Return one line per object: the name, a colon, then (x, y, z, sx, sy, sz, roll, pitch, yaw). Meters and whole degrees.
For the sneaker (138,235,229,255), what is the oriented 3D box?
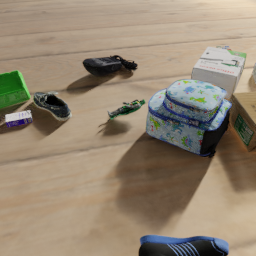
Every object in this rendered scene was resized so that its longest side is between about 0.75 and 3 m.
sneaker: (1.197, 2.766, 5.962, 1.956, 0.686, 0.762, 0, 48, 3)

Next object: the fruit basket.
fruit basket: (-5.080, -1.521, 11.230, 2.052, 1.480, 2.052, -22, -1, 0)

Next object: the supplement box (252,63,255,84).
supplement box: (6.086, -2.465, 12.761, 0.564, 0.576, 1.114, 8, 37, 9)

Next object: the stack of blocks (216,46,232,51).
stack of blocks: (4.952, -3.751, 14.521, 0.896, 0.456, 1.555, 0, 38, 0)

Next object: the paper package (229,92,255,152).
paper package: (4.656, -0.285, 9.497, 2.021, 1.097, 2.121, -4, 38, -5)

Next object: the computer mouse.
computer mouse: (-0.974, -2.895, 13.344, 2.602, 0.686, 1.802, -15, 37, -37)

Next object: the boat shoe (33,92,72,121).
boat shoe: (-2.981, -0.996, 10.766, 0.809, 0.668, 2.160, -28, 46, -31)

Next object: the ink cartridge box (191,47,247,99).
ink cartridge box: (4.030, -2.530, 12.419, 1.877, 1.084, 2.570, 16, 41, 20)

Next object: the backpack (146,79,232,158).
backpack: (1.928, -0.536, 9.221, 2.516, 1.849, 2.302, 17, 37, 27)

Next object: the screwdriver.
screwdriver: (-0.163, -0.636, 10.729, 1.631, 0.237, 0.227, -41, 12, -28)

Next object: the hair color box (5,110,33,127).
hair color box: (-3.977, -0.337, 10.234, 0.887, 0.287, 0.485, -14, 39, -14)

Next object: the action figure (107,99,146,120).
action figure: (-0.031, -0.733, 10.291, 1.448, 0.396, 0.855, -21, 23, -6)
